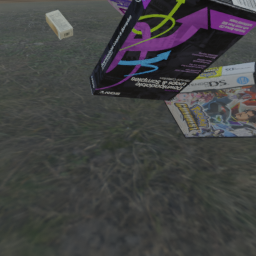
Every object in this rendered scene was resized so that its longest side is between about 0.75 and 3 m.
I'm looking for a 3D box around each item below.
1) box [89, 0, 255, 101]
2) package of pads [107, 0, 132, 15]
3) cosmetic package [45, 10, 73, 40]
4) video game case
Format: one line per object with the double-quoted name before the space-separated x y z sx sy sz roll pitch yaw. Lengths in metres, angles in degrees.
"box" 0.327 -0.673 2.476 0.969 1.355 0.245 1 67 -26
"package of pads" 0.345 -3.373 7.109 1.649 1.036 2.737 28 5 30
"cosmetic package" -2.234 -3.359 9.113 0.496 0.335 0.943 -28 70 -23
"video game case" 1.512 -0.350 4.871 1.603 1.774 0.226 -2 55 31
